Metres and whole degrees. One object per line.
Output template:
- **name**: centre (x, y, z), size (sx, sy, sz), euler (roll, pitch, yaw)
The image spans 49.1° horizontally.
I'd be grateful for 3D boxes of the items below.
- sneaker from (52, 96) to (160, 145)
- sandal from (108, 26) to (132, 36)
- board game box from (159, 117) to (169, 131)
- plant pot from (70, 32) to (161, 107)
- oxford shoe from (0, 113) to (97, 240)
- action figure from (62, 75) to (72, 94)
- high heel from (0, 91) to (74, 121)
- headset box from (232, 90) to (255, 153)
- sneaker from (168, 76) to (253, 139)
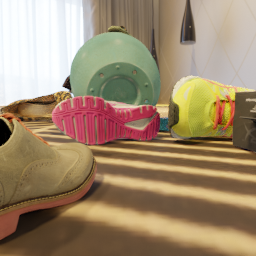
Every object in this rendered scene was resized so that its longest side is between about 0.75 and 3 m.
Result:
- **sneaker**: centre (-0.418, -0.113, 4.972), size (1.942, 0.790, 0.857), euler (6, 0, -31)
- **sandal**: centre (-0.326, -4.080, 11.866), size (0.769, 0.552, 1.936), euler (-10, 1, 12)
- **board game box**: centre (1.410, -0.100, 6.714), size (1.345, 0.303, 1.023), euler (5, 7, 38)
- **plant pot**: centre (-0.283, -1.009, 6.711), size (2.339, 2.339, 1.877), euler (-1, 23, -6)
- **oxford shoe**: centre (-0.669, 0.213, 1.899), size (0.598, 0.634, 1.696), euler (2, 6, 17)
- **action figure**: centre (-1.038, -0.876, 8.764), size (1.338, 0.713, 2.056), euler (17, -24, 52)
- **high heel**: centre (-2.902, -0.608, 8.988), size (1.989, 0.996, 2.790), euler (-9, 4, -30)
- **headset box**: centre (2.616, -0.070, 3.563), size (2.296, 0.861, 1.706), euler (-1, 6, -11)
- **sneaker**: centre (1.891, -0.341, 5.190), size (2.944, 1.150, 1.329), euler (-7, 15, -43)
